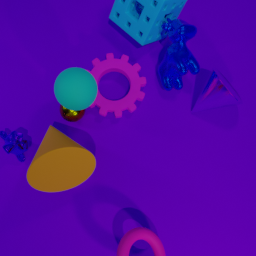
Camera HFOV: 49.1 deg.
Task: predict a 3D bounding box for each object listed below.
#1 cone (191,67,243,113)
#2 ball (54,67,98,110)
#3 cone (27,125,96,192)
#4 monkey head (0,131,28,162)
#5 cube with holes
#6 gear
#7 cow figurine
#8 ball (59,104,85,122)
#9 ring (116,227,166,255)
[{"bbox_3d":[2.252,-0.794,7.770,1.251,1.247,1.247,-39,76,27],"label":"cone"},{"bbox_3d":[-1.303,-0.975,7.035,1.069,1.069,1.069,0,75,0],"label":"ball"},{"bbox_3d":[-1.765,0.461,6.892,1.570,1.570,1.576,-23,50,-6],"label":"cone"},{"bbox_3d":[-3.062,0.480,7.426,1.034,0.623,0.744,55,37,-8],"label":"monkey head"},{"bbox_3d":[0.571,-3.409,7.909,1.346,1.346,1.346,43,44,13],"label":"cube with holes"},{"bbox_3d":[-0.397,-1.207,7.996,1.795,0.332,1.795,0,84,-3],"label":"gear"},{"bbox_3d":[1.314,-2.078,7.789,0.918,1.673,1.646,-9,67,-32],"label":"cow figurine"},{"bbox_3d":[-1.537,-0.514,7.758,0.709,0.709,0.709,0,75,0],"label":"ball"},{"bbox_3d":[0.316,2.923,6.276,1.329,0.266,1.329,17,59,-31],"label":"ring"}]
